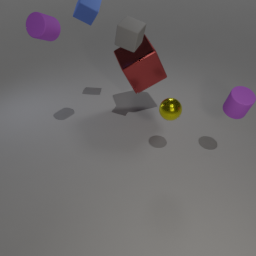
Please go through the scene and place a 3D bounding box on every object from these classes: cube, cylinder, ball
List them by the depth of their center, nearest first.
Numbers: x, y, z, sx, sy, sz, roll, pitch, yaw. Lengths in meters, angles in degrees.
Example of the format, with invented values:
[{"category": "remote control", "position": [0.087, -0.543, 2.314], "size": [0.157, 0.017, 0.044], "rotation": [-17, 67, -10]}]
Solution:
[{"category": "cylinder", "position": [-2.415, -2.882, 8.008], "size": [0.700, 0.700, 0.700], "rotation": [14, 14, 20]}, {"category": "cylinder", "position": [3.196, -0.728, 8.088], "size": [0.700, 0.700, 0.700], "rotation": [3, 56, -4]}, {"category": "ball", "position": [1.293, -0.570, 8.519], "size": [0.700, 0.700, 0.700], "rotation": [0, 34, 0]}, {"category": "cube", "position": [0.068, -2.911, 8.684], "size": [0.700, 0.700, 0.700], "rotation": [25, 50, 8]}, {"category": "cube", "position": [-1.412, -4.164, 9.709], "size": [0.700, 0.700, 0.700], "rotation": [21, 59, -22]}, {"category": "cube", "position": [0.479, -2.496, 10.948], "size": [1.400, 1.400, 1.400], "rotation": [-28, 47, 8]}]
